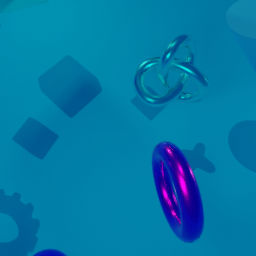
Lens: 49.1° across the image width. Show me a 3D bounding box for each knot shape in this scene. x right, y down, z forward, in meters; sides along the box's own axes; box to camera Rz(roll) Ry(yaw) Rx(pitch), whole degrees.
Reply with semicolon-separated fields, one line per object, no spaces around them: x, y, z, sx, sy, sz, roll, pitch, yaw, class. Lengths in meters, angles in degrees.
1.086;-1.061;6.144;1.678;1.570;0.775;-46;26;18;knot shape

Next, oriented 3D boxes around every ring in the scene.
0.642;0.855;3.844;0.276;1.381;1.381;-13;65;-9;ring

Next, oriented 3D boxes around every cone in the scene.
2.945;-1.839;6.251;1.548;1.554;1.548;-7;53;10;cone

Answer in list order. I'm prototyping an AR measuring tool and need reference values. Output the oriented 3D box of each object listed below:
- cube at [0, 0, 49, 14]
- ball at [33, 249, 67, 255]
-2.620;-3.814;6.866;1.374;1.374;1.374;-31;23;-30;cube
-1.369;2.534;4.783;0.869;0.869;0.869;0;64;0;ball
